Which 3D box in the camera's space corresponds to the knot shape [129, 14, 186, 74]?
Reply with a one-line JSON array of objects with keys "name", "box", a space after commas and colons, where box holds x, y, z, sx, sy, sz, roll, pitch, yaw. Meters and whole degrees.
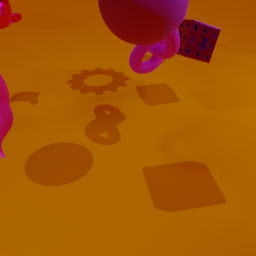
[{"name": "knot shape", "box": [0.599, -1.927, 6.158, 0.820, 1.660, 1.774, 20, 32, -9]}]

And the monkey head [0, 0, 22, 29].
[{"name": "monkey head", "box": [-3.518, -2.805, 6.863, 1.736, 1.249, 1.046, 21, 39, -41]}]

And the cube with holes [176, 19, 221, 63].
[{"name": "cube with holes", "box": [1.767, -2.393, 7.697, 0.909, 0.909, 0.909, 8, 18, -24]}]

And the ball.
[{"name": "ball", "box": [0.230, -1.981, 4.284, 1.380, 1.380, 1.380, 0, 39, 0]}]

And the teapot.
[{"name": "teapot", "box": [-1.383, -0.219, 2.214, 1.374, 0.854, 0.673, 27, 49, 10]}]
